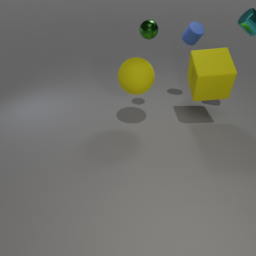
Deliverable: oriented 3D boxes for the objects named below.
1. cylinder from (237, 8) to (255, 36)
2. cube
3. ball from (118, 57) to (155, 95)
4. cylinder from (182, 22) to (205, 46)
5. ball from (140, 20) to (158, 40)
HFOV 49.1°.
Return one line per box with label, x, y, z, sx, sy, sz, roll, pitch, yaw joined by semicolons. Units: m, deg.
cylinder;4.446;-3.793;10.061;0.700;0.700;0.700;35;27;-17
cube;3.140;-2.030;10.713;1.400;1.400;1.400;-5;55;2
ball;0.309;-1.967;10.664;1.400;1.400;1.400;0;32;0
cylinder;2.742;-3.973;11.804;0.700;0.700;0.700;8;63;-17
ball;0.775;-3.639;10.363;0.700;0.700;0.700;0;32;0
